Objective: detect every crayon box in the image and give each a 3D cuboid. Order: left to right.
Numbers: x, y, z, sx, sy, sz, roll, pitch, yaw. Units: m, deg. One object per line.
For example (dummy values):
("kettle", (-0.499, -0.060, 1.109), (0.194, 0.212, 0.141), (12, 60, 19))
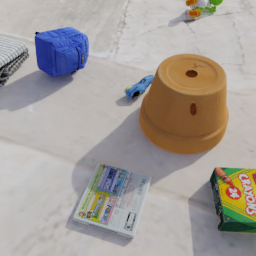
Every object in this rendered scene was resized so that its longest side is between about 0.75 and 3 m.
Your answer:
("crayon box", (2.919, 1.539, 5.997), (2.054, 0.522, 1.304), (2, 48, 1))

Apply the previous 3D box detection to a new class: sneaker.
("sneaker", (0.436, -1.216, 8.525), (1.100, 0.363, 0.431), (-32, 57, -15))

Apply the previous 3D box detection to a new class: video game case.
("video game case", (-0.306, 1.543, 6.231), (1.349, 0.164, 1.482), (13, 50, 11))

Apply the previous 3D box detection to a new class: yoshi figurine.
("yoshi figurine", (3.395, -5.427, 11.969), (1.873, 1.052, 1.049), (-36, 73, -30))

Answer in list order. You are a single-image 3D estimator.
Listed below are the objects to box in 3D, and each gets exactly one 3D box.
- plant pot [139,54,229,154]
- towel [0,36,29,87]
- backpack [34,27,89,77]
("plant pot", (1.503, -0.765, 7.272), (2.411, 1.688, 2.411), (-1, 49, 1))
("towel", (-4.507, -2.275, 9.176), (2.110, 0.903, 1.747), (15, 49, 16))
("backpack", (-1.964, -2.421, 9.046), (1.361, 1.318, 1.622), (34, 45, 21))
